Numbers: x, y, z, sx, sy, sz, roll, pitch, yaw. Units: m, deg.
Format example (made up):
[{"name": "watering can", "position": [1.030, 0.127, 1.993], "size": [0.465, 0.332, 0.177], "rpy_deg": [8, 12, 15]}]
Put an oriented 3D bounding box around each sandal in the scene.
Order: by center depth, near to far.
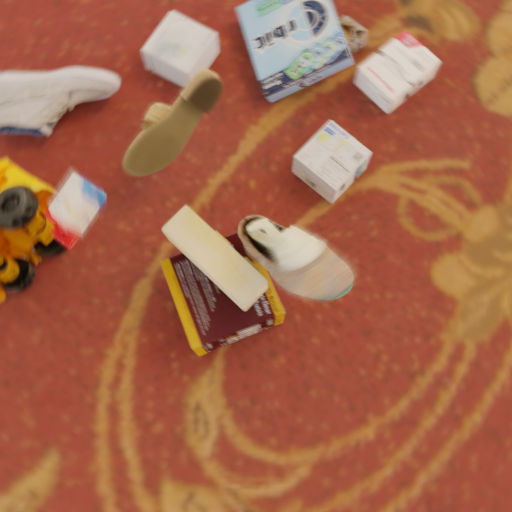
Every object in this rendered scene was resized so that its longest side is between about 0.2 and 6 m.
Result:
[{"name": "sandal", "position": [-1.530, -2.374, 9.760], "size": [2.244, 0.823, 0.738], "rpy_deg": [-45, 48, 11]}]

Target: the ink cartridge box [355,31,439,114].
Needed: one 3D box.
[{"name": "ink cartridge box", "position": [2.795, -3.668, 11.205], "size": [1.349, 0.569, 0.976], "rpy_deg": [-40, 78, -11]}]

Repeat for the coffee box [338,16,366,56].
[{"name": "coffee box", "position": [1.656, -4.326, 11.441], "size": [1.056, 0.422, 0.597], "rpy_deg": [-41, 70, -11]}]

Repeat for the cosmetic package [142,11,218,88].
[{"name": "cosmetic package", "position": [-1.509, -4.124, 11.291], "size": [1.097, 0.674, 1.093], "rpy_deg": [29, 76, 7]}]

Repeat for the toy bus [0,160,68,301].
[{"name": "toy bus", "position": [-4.643, -0.611, 9.969], "size": [2.096, 1.481, 2.183], "rpy_deg": [37, 80, 23]}]

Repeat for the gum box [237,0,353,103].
[{"name": "gum box", "position": [0.740, -4.396, 11.151], "size": [1.798, 0.471, 2.116], "rpy_deg": [-21, 73, 17]}]

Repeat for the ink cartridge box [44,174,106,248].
[{"name": "ink cartridge box", "position": [-2.627, -0.638, 7.986], "size": [0.529, 0.306, 0.910], "rpy_deg": [31, 86, 31]}]

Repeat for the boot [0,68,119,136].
[{"name": "boot", "position": [-3.897, -2.904, 10.918], "size": [2.493, 0.917, 1.191], "rpy_deg": [-2, 80, 8]}]

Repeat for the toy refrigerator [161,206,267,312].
[{"name": "toy refrigerator", "position": [-0.628, 0.030, 8.924], "size": [1.775, 0.674, 0.621], "rpy_deg": [43, 82, 12]}]

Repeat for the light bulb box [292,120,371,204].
[{"name": "light bulb box", "position": [1.417, -1.772, 10.607], "size": [1.052, 0.662, 1.061], "rpy_deg": [42, 77, 11]}]

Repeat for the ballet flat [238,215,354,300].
[{"name": "ballet flat", "position": [0.404, -0.072, 7.993], "size": [0.825, 2.424, 0.815], "rpy_deg": [-40, 121, -17]}]

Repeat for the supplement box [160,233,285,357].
[{"name": "supplement box", "position": [-0.561, 0.656, 9.686], "size": [1.629, 1.082, 1.607], "rpy_deg": [-21, 75, -6]}]
